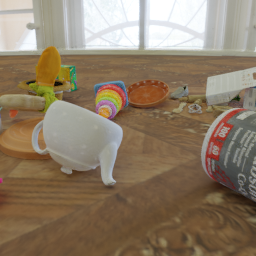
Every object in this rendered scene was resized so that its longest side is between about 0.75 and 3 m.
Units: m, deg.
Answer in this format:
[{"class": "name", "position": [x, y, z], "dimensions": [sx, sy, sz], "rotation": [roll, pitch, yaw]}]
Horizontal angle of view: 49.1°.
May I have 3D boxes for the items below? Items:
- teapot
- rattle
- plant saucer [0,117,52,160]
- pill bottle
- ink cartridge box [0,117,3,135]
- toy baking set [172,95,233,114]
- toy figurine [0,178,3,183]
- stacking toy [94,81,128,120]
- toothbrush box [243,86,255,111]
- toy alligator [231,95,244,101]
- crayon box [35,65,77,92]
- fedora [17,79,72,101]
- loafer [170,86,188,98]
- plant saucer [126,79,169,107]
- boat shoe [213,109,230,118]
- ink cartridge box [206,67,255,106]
[{"class": "teapot", "position": [-1.217, 0.339, 6.590], "dimensions": [1.994, 1.476, 2.020], "rotation": [25, -6, -16]}, {"class": "rattle", "position": [-3.395, -1.349, 9.190], "dimensions": [1.884, 2.068, 2.895], "rotation": [-16, 12, -33]}, {"class": "plant saucer", "position": [-2.402, 0.155, 8.454], "dimensions": [2.793, 0.451, 2.793], "rotation": [-1, 20, 0]}, {"class": "pill bottle", "position": [2.915, 0.729, 5.041], "dimensions": [1.662, 1.662, 2.868], "rotation": [-13, 23, -32]}, {"class": "ink cartridge box", "position": [-4.770, -0.123, 7.805], "dimensions": [1.892, 1.393, 1.368], "rotation": [0, 20, 1]}, {"class": "toy baking set", "position": [3.096, -1.033, 11.907], "dimensions": [2.796, 0.325, 2.146], "rotation": [-2, 20, -6]}, {"class": "toy figurine", "position": [-3.199, 1.110, 5.224], "dimensions": [1.476, 1.204, 1.604], "rotation": [12, 43, 7]}, {"class": "stacking toy", "position": [-0.765, -0.789, 10.374], "dimensions": [1.275, 1.206, 2.197], "rotation": [-7, 29, 11]}, {"class": "toothbrush box", "position": [5.465, -1.304, 11.725], "dimensions": [1.323, 0.969, 0.564], "rotation": [-14, 24, -36]}, {"class": "toy alligator", "position": [4.694, -1.489, 13.044], "dimensions": [0.662, 0.480, 1.998], "rotation": [-41, 46, -22]}, {"class": "crayon box", "position": [-3.907, -2.744, 15.206], "dimensions": [2.207, 1.311, 0.643], "rotation": [8, 22, 20]}, {"class": "fedora", "position": [-3.681, -1.566, 12.474], "dimensions": [2.341, 0.955, 2.341], "rotation": [3, 20, -1]}, {"class": "loafer", "position": [2.502, -1.758, 13.659], "dimensions": [0.505, 0.504, 1.445], "rotation": [13, 24, 33]}, {"class": "plant saucer", "position": [0.831, -1.512, 12.455], "dimensions": [2.022, 0.326, 2.022], "rotation": [-7, 38, 6]}, {"class": "boat shoe", "position": [3.776, -0.502, 10.293], "dimensions": [1.244, 0.447, 0.403], "rotation": [10, 26, 42]}, {"class": "ink cartridge box", "position": [4.619, -1.850, 12.245], "dimensions": [2.303, 0.657, 1.871], "rotation": [-6, 33, 23]}]
